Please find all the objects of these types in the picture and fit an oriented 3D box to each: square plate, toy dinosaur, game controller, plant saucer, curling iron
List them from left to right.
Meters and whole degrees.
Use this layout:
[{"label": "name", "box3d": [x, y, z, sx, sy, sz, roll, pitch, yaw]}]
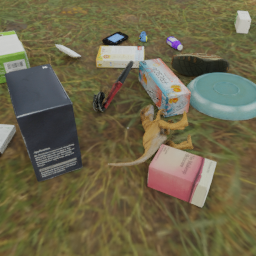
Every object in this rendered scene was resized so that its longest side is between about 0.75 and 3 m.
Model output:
[{"label": "square plate", "box3d": [-2.211, -2.828, 10.370, 0.849, 0.121, 0.841, 29, 15, -3]}, {"label": "game controller", "box3d": [-0.514, -3.747, 11.787, 0.640, 0.258, 1.227, 24, 46, 26]}, {"label": "curling iron", "box3d": [-0.357, -1.321, 8.380, 0.284, 0.551, 2.225, 13, 52, 33]}, {"label": "toy dinosaur", "box3d": [0.664, 0.286, 6.466, 1.547, 0.880, 2.912, -11, 22, 13]}, {"label": "plant saucer", "box3d": [2.972, -1.089, 8.552, 2.421, 0.332, 2.421, 0, 41, 0]}]

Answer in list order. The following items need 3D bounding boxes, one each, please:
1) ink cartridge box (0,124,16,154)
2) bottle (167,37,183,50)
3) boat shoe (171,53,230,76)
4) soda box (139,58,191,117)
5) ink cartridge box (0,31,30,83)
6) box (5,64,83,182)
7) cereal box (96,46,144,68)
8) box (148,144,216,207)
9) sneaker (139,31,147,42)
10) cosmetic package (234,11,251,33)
[{"label": "ink cartridge box", "box3d": [-3.546, 0.333, 6.898, 1.165, 0.237, 1.167, 5, 40, 6]}, {"label": "bottle", "box3d": [1.913, -3.425, 11.375, 0.366, 0.286, 0.876, -13, 41, -19]}, {"label": "boat shoe", "box3d": [2.454, -2.222, 9.675, 1.958, 0.741, 0.723, 6, 34, -5]}, {"label": "soda box", "box3d": [1.028, -1.277, 8.460, 0.768, 0.714, 2.244, -11, 40, -13]}, {"label": "ink cartridge box", "box3d": [-4.556, -2.520, 9.820, 1.760, 0.902, 2.382, -17, 41, -19]}, {"label": "box", "box3d": [-1.863, -0.155, 6.243, 1.075, 1.831, 1.801, -17, 42, -19]}, {"label": "cereal box", "box3d": [-0.257, -2.652, 10.401, 1.719, 0.340, 1.237, 2, 40, 3]}, {"label": "box", "box3d": [1.103, 0.962, 5.810, 1.211, 0.660, 0.774, 17, 42, 20]}, {"label": "sneaker", "box3d": [0.604, -3.925, 11.987, 0.319, 0.268, 0.813, -3, 40, -7]}, {"label": "cosmetic package", "box3d": [5.247, -4.863, 12.830, 0.508, 0.644, 1.196, 8, 39, 9]}]
